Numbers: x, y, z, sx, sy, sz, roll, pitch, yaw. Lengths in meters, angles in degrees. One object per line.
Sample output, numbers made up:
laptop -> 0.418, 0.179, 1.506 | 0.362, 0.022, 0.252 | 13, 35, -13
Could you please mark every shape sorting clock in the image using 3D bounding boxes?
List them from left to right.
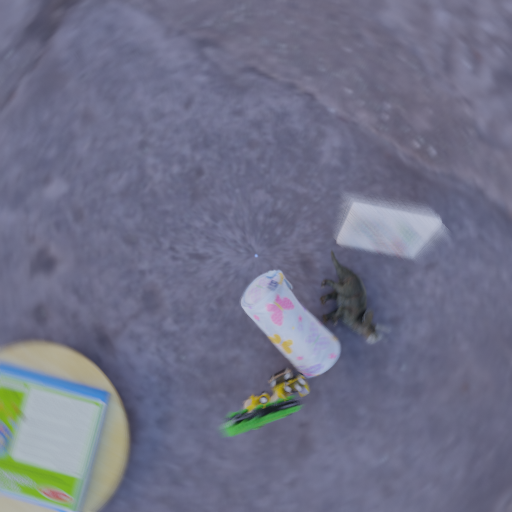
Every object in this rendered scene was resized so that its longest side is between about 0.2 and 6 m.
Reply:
shape sorting clock -> -3.687, 3.037, 9.462 | 3.111, 0.610, 3.111 | 0, 84, 3

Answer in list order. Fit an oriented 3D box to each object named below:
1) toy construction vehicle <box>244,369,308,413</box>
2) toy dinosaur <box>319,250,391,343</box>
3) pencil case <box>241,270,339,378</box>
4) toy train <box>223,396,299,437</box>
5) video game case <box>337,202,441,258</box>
toy construction vehicle -> 0.364, 2.320, 9.358 | 1.127, 0.981, 0.397 | -29, 94, 3
toy dinosaur -> 1.612, 0.755, 9.847 | 0.891, 0.671, 1.743 | -10, 75, -15
pencil case -> 0.580, 1.124, 9.212 | 1.904, 0.792, 0.864 | 51, 50, -21
toy train -> 0.099, 2.366, 8.257 | 1.303, 0.367, 0.272 | -4, 44, -37
video game case -> 2.160, -0.404, 9.396 | 1.398, 1.536, 0.182 | 11, 71, 2
